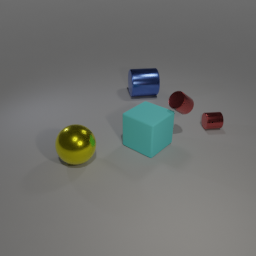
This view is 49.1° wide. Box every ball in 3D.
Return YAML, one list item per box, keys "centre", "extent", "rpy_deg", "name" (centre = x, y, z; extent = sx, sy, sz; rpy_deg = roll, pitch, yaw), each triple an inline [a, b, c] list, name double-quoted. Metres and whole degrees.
- centre: [-1.800, 0.566, 9.688]
  extent: [1.400, 1.400, 1.400]
  rpy_deg: [0, 32, 0]
  name: "ball"

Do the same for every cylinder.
- centre: [3.546, -0.317, 11.786]
  extent: [0.700, 0.700, 0.700]
  rpy_deg: [-3, 32, -6]
  name: "cylinder"
- centre: [0.792, -2.352, 14.426]
  extent: [1.400, 1.400, 1.400]
  rpy_deg: [-4, 32, -8]
  name: "cylinder"
- centre: [1.961, -0.926, 10.321]
  extent: [0.700, 0.700, 0.700]
  rpy_deg: [22, 9, -47]
  name: "cylinder"

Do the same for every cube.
- centre: [0.758, 0.017, 10.571]
  extent: [1.400, 1.400, 1.400]
  rpy_deg: [24, 39, 33]
  name: "cube"
